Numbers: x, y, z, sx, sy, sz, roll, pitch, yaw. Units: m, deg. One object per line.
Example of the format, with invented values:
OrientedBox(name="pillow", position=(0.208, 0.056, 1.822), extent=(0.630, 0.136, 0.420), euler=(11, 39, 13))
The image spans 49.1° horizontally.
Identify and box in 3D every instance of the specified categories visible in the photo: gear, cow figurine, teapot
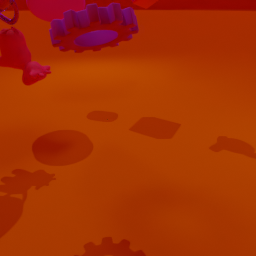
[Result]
OrientedBox(name="gear", position=(-0.437, -1.268, 3.670), extent=(1.124, 0.208, 1.124), euler=(-11, 1, 0))
OrientedBox(name="cow figurine", position=(-2.059, -1.397, 5.462), extent=(1.079, 1.097, 0.602), euler=(11, 31, 19))
OrientedBox(name="teapot", position=(-2.604, -2.402, 4.564), extent=(0.943, 1.926, 1.198), euler=(-26, 52, 25))

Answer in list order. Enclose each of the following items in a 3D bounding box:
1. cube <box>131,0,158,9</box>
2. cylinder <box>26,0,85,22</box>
OrientedBox(name="cube", position=(0.506, -4.078, 7.800), extent=(0.945, 0.945, 0.945), euler=(-25, -1, 30))
OrientedBox(name="cylinder", position=(-1.803, -3.560, 6.833), extent=(1.365, 1.365, 1.365), euler=(-9, -14, -2))
